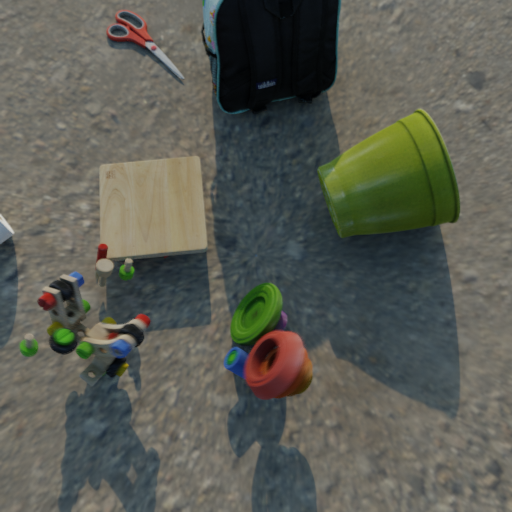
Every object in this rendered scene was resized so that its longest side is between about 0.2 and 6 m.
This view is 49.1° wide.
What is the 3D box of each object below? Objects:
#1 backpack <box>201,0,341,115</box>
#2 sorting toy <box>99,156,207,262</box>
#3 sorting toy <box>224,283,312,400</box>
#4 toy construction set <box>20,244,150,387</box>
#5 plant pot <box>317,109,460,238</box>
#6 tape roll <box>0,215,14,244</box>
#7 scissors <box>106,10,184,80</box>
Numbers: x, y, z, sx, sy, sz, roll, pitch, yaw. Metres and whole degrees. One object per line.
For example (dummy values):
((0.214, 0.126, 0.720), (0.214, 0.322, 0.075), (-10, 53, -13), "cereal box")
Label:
((0.255, -4.903, 11.520), (2.865, 3.259, 2.498), (-11, 67, -3), "backpack")
((-2.060, -0.870, 11.386), (2.046, 0.716, 2.058), (-6, 69, -2), "sorting toy")
((0.303, 1.711, 10.120), (1.535, 1.049, 2.555), (-45, 28, 18), "sorting toy")
((-2.955, 1.204, 10.198), (1.937, 1.784, 2.322), (13, 48, -11), "toy construction set")
((2.445, -1.380, 10.967), (2.211, 2.297, 2.297), (-19, 70, 6), "plant pot")
((-5.425, -0.839, 11.013), (0.491, 1.404, 1.404), (-39, 74, -12), "tape roll")
((-2.458, -5.032, 13.220), (2.491, 0.174, 0.911), (32, 71, 13), "scissors")
